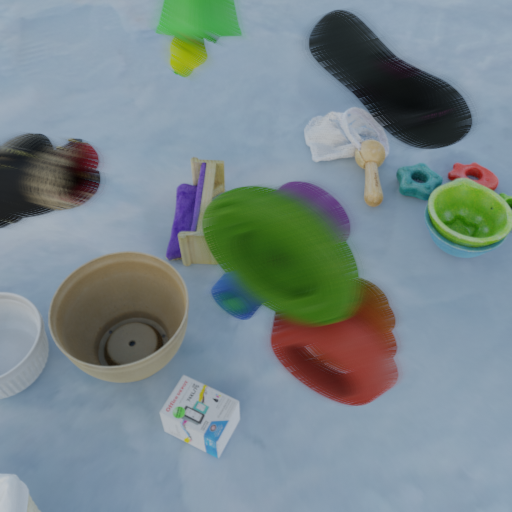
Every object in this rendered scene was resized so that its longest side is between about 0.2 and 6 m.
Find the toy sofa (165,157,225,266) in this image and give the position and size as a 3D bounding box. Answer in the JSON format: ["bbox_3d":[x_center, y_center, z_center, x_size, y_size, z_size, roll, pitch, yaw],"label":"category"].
[{"bbox_3d":[-1.018,-0.765,9.366,0.891,0.756,1.826,3,52,1],"label":"toy sofa"}]

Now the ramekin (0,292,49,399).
[{"bbox_3d":[-3.595,1.292,7.771,1.438,0.755,1.438,0,53,0],"label":"ramekin"}]

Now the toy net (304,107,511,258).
[{"bbox_3d":[2.765,-1.701,10.020,2.361,0.869,4.501,-32,58,-22],"label":"toy net"}]

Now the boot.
[{"bbox_3d":[-2.382,-0.941,6.277,1.382,0.671,1.835,-12,33,20],"label":"boot"}]

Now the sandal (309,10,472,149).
[{"bbox_3d":[1.828,-2.265,7.585,2.615,0.983,0.626,31,18,-12],"label":"sandal"}]

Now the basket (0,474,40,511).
[{"bbox_3d":[-3.099,3.714,5.310,1.840,1.675,2.715,-4,53,-3],"label":"basket"}]

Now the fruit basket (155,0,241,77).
[{"bbox_3d":[-0.851,-3.103,7.989,0.881,1.222,1.222,18,53,28],"label":"fruit basket"}]

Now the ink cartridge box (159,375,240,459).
[{"bbox_3d":[-0.718,2.076,7.247,0.834,0.609,0.612,21,54,16],"label":"ink cartridge box"}]

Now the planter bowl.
[{"bbox_3d":[-1.772,0.993,7.717,1.795,1.208,1.795,0,53,0],"label":"planter bowl"}]

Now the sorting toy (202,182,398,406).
[{"bbox_3d":[0.563,0.186,5.513,1.769,2.945,1.209,14,53,36],"label":"sorting toy"}]
